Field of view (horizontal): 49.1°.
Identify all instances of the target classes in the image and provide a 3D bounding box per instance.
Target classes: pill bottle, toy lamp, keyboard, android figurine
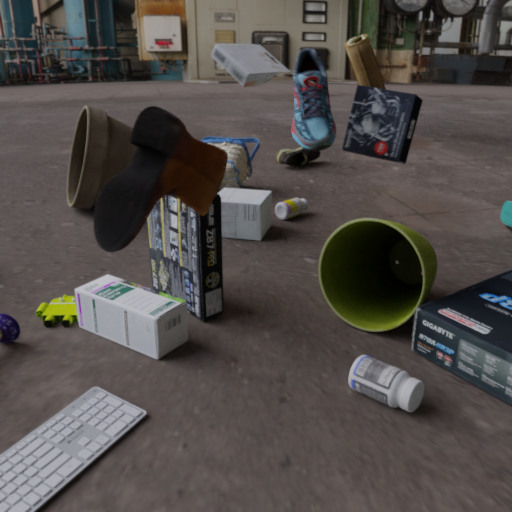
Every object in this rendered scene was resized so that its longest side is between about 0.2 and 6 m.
[{"bbox_3d":[0.897,-1.178,13.844,0.847,0.442,0.442,-20,30,-40],"label":"pill bottle"},{"bbox_3d":[-3.912,1.404,7.520,0.536,0.536,1.841,4,20,9],"label":"toy lamp"},{"bbox_3d":[1.634,1.607,7.037,0.840,0.478,0.478,19,29,39],"label":"pill bottle"},{"bbox_3d":[-2.422,2.309,5.757,0.858,0.163,3.050,12,26,27],"label":"keyboard"},{"bbox_3d":[-3.140,0.883,9.189,0.839,0.189,0.922,0,24,0],"label":"android figurine"}]

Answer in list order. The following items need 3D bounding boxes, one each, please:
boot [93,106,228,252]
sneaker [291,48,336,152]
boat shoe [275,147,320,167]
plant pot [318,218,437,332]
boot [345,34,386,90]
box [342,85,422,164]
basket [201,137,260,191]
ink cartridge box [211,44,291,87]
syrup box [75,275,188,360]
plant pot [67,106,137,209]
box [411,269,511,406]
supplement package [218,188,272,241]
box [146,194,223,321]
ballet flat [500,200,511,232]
[{"bbox_3d":[-1.143,-0.799,7.155,0.651,1.791,1.903,15,-2,19],"label":"boot"},{"bbox_3d":[0.921,-2.776,9.840,0.789,0.950,1.990,-9,65,8],"label":"sneaker"},{"bbox_3d":[1.499,-3.279,18.803,1.834,0.671,0.594,-16,41,-33],"label":"boat shoe"},{"bbox_3d":[2.236,0.179,9.234,1.740,1.740,1.859,16,16,33],"label":"plant pot"},{"bbox_3d":[2.644,-4.004,12.849,0.702,2.121,1.858,-23,23,11],"label":"boot"},{"bbox_3d":[2.400,-2.501,10.717,1.150,1.263,0.658,17,13,25],"label":"box"},{"bbox_3d":[-0.971,-2.792,16.185,1.799,1.419,2.041,4,50,16],"label":"basket"},{"bbox_3d":[-0.074,-3.122,9.138,1.079,0.271,0.875,-19,59,-46],"label":"ink cartridge box"},{"bbox_3d":[-1.906,0.885,8.497,1.736,0.707,0.684,16,26,31],"label":"syrup box"},{"bbox_3d":[-3.526,-2.359,14.537,2.251,2.594,2.594,8,18,-25],"label":"plant pot"},{"bbox_3d":[4.175,1.264,7.500,2.560,0.741,3.221,-15,27,-32],"label":"box"},{"bbox_3d":[-0.336,-0.969,12.757,1.184,0.870,1.132,6,23,14],"label":"supplement package"},{"bbox_3d":[-1.213,-0.160,9.256,0.506,2.060,1.660,-19,28,-38],"label":"box"},{"bbox_3d":[6.021,-0.666,12.063,0.928,0.922,2.712,13,25,9],"label":"ballet flat"}]
